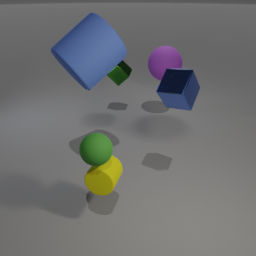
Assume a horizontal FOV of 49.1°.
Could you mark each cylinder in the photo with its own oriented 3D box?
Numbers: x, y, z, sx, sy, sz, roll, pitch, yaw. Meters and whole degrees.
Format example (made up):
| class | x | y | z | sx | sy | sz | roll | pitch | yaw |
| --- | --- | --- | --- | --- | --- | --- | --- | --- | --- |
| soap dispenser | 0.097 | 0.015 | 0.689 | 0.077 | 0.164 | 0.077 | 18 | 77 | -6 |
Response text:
| class | x | y | z | sx | sy | sz | roll | pitch | yaw |
| --- | --- | --- | --- | --- | --- | --- | --- | --- | --- |
| cylinder | -0.990 | -1.931 | 7.190 | 1.400 | 1.400 | 1.400 | -44 | 39 | -5 |
| cylinder | -0.551 | 1.071 | 6.451 | 0.700 | 0.700 | 0.700 | 7 | 25 | 14 |

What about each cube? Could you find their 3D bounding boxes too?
| class | x | y | z | sx | sy | sz | roll | pitch | yaw |
| --- | --- | --- | --- | --- | --- | --- | --- | --- | --- |
| cube | 1.211 | -0.918 | 6.678 | 0.700 | 0.700 | 0.700 | 12 | 67 | 35 |
| cube | -0.354 | -2.364 | 11.889 | 0.700 | 0.700 | 0.700 | -35 | 22 | 34 |

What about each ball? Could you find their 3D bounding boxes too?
| class | x | y | z | sx | sy | sz | roll | pitch | yaw |
| --- | --- | --- | --- | --- | --- | --- | --- | --- | --- |
| ball | 1.515 | -2.630 | 11.452 | 1.400 | 1.400 | 1.400 | 0 | 27 | 0 |
| ball | -0.668 | 0.451 | 5.884 | 0.700 | 0.700 | 0.700 | 0 | 27 | 0 |
